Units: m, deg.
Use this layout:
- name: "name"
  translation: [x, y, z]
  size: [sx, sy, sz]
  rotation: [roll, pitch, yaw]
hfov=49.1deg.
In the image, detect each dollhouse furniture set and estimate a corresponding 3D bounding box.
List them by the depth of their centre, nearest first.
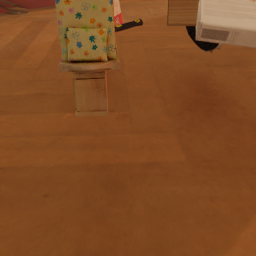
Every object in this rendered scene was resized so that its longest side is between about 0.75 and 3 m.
- name: "dollhouse furniture set"
  translation: [0.157, -1.147, 3.735]
  size: [2.039, 2.305, 1.282]
  rotation: [-3, 25, -2]

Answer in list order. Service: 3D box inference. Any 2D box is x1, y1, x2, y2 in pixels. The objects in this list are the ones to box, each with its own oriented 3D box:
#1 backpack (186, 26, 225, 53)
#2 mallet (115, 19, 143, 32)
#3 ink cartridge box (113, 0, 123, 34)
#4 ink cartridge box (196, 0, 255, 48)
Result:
- name: "backpack"
  translation: [2.850, -3.302, 9.566]
  size: [1.760, 1.353, 1.436]
  rotation: [-31, 81, -30]
- name: "mallet"
  translation: [-0.428, -2.461, 7.272]
  size: [2.161, 0.445, 0.712]
  rotation: [-20, 60, -24]
- name: "ink cartridge box"
  translation: [-1.330, -4.522, 9.380]
  size: [1.258, 2.967, 2.161]
  rotation: [7, 36, 24]
- name: "ink cartridge box"
  translation: [2.778, -2.701, 6.554]
  size: [2.275, 0.509, 2.004]
  rotation: [9, 55, 4]
